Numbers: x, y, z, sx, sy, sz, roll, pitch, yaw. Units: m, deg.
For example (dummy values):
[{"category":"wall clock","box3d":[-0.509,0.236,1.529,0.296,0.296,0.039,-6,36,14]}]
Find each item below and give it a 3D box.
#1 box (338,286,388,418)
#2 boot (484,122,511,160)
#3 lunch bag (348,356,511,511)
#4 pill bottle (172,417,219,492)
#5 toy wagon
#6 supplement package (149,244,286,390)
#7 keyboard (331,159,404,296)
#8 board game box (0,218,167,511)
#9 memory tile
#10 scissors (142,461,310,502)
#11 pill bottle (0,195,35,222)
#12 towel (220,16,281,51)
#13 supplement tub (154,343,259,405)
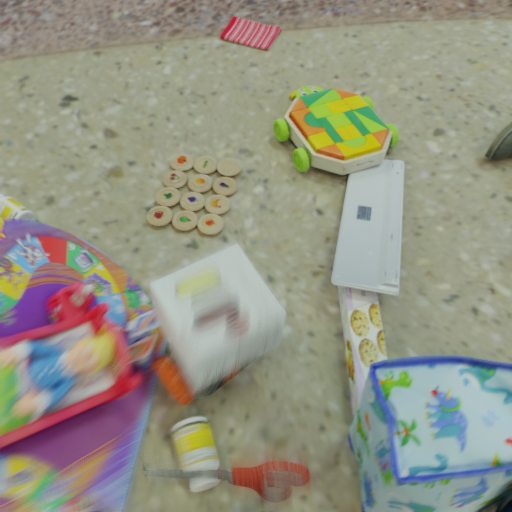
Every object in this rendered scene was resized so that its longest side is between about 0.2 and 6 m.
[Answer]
[{"category":"box","box3d":[1.931,1.354,10.191,0.653,0.609,3.149,2,54,-2]},{"category":"boot","box3d":[6.847,-2.168,12.684,2.322,0.927,2.554,-32,67,-18]},{"category":"lunch bag","box3d":[3.085,2.708,7.967,3.122,2.654,1.989,-5,54,-4]},{"category":"pill bottle","box3d":[-0.939,3.153,8.907,0.584,0.584,1.039,-14,59,-10]},{"category":"toy wagon","box3d":[1.716,-3.219,13.417,2.539,0.647,3.272,-18,55,-15]},{"category":"supplement package","box3d":[-0.616,0.931,8.756,1.553,1.142,1.485,-26,61,-20]},{"category":"keyboard","box3d":[2.395,-0.833,11.568,1.219,0.231,4.332,6,42,11]},{"category":"board game box","box3d":[-3.008,1.529,8.094,4.120,1.015,5.215,36,42,-27]},{"category":"memory tile","box3d":[-1.336,-1.412,12.455,1.737,0.190,2.267,10,55,7]},{"category":"scissors","box3d":[-0.367,3.065,7.957,2.343,0.857,0.163,19,33,-17]},{"category":"pill bottle","box3d":[-5.212,-0.922,11.888,0.962,0.536,0.536,32,60,21]},{"category":"towel","box3d":[-0.167,-6.382,16.050,1.522,0.171,1.101,19,57,13]},{"category":"supplement tub","box3d":[-0.753,1.649,9.662,1.846,1.131,1.131,-36,62,-22]}]
